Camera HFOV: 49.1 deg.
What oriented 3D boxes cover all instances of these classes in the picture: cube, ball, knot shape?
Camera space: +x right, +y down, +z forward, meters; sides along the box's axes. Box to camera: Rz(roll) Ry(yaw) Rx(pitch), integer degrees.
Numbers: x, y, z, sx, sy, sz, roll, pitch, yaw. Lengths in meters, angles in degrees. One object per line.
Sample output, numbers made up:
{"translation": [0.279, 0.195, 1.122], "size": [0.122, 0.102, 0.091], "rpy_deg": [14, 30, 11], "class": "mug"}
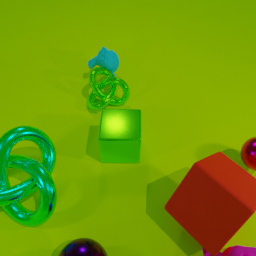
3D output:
{"translation": [-0.173, 0.199, 6.801], "size": [0.963, 0.963, 0.963], "rpy_deg": [1, 51, 1], "class": "cube"}
{"translation": [2.958, 0.582, 6.300], "size": [0.798, 0.798, 0.798], "rpy_deg": [0, 51, 0], "class": "ball"}
{"translation": [-0.648, -1.162, 7.929], "size": [1.281, 0.592, 1.199], "rpy_deg": [-19, 82, 3], "class": "knot shape"}
{"translation": [1.698, 1.367, 5.360], "size": [1.222, 1.222, 1.222], "rpy_deg": [41, 30, 27], "class": "cube"}
{"translation": [-0.807, 2.453, 4.962], "size": [0.952, 0.952, 0.952], "rpy_deg": [0, 51, 0], "class": "ball"}
{"translation": [-2.466, 1.032, 5.780], "size": [1.929, 0.952, 2.061], "rpy_deg": [-7, 72, -10], "class": "knot shape"}

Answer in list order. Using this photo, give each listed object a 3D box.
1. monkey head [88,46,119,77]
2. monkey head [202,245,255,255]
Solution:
{"translation": [-0.704, -1.959, 8.435], "size": [0.859, 0.720, 1.195], "rpy_deg": [-23, 57, 25], "class": "monkey head"}
{"translation": [1.993, 2.631, 4.798], "size": [1.597, 0.963, 1.149], "rpy_deg": [37, 56, 17], "class": "monkey head"}
